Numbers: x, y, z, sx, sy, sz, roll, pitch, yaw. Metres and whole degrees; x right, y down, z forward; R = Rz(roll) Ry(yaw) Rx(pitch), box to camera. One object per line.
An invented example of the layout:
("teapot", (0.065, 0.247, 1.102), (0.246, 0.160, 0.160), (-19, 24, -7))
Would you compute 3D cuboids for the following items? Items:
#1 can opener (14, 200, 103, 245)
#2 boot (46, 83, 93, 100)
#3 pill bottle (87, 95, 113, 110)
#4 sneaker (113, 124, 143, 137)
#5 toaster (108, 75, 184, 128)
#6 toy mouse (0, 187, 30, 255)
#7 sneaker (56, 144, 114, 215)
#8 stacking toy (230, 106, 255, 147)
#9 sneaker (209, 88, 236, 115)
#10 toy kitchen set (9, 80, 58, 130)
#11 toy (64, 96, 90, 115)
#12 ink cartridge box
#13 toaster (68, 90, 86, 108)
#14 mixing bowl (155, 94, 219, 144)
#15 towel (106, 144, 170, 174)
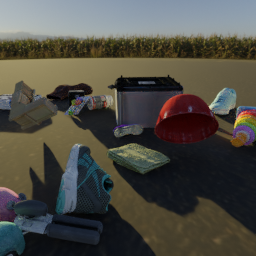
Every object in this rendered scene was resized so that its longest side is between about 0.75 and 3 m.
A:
("can opener", (-1.216, 1.583, 4.767), (1.553, 0.519, 0.414), (6, 32, 8))
("boot", (-3.301, -1.953, 16.022), (2.192, 0.793, 1.823), (8, 32, 20))
("pill bottle", (-1.343, -1.253, 13.541), (1.149, 0.665, 0.665), (-10, 20, -26))
("sneaker", (-0.027, 0.018, 10.041), (1.126, 0.392, 0.560), (-7, 18, -19))
("toaster", (0.642, -1.191, 11.596), (2.932, 1.740, 2.652), (-1, 18, -4))
("toy mouse", (-2.338, 1.619, 4.854), (2.368, 0.516, 2.664), (0, 18, -1))
("sneaker", (-0.865, 1.131, 6.165), (1.104, 0.939, 2.420), (13, 21, -9))
("stacking toy", (3.811, 0.132, 9.038), (1.118, 1.057, 1.927), (11, 31, 36))
("sneaker", (4.413, -1.323, 13.113), (0.957, 1.061, 2.589), (9, 20, 29))
("toy kitchen set", (-3.049, -0.832, 9.883), (1.515, 1.370, 1.680), (-21, 52, 19))
("toy", (-2.353, -1.117, 12.787), (0.774, 0.318, 1.345), (-1, 43, 26))
("ink cartridge box", (-5.684, -1.423, 14.390), (2.244, 0.491, 2.265), (3, 17, 10))
("toaster", (-2.502, -1.450, 13.885), (0.914, 0.827, 0.542), (-3, 18, -9))
("mixing bowl", (1.635, -0.355, 8.014), (1.756, 1.756, 0.951), (0, 61, 2))
("towel", (0.265, 0.799, 7.791), (1.161, 0.285, 1.565), (-15, 23, -41))
